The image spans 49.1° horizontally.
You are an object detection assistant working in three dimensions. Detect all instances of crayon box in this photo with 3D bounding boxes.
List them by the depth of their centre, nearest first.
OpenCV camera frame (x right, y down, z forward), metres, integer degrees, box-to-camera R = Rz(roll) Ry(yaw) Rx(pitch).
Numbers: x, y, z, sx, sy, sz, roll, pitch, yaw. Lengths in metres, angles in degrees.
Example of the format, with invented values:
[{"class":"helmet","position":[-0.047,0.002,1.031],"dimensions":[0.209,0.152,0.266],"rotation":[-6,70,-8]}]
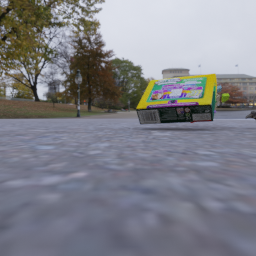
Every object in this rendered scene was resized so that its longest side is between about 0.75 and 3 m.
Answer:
[{"class":"crayon box","position":[1.458,-0.851,8.090],"dimensions":[2.031,0.592,1.752],"rotation":[-2,35,23]}]

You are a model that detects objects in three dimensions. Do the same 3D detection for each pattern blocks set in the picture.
[{"class":"pattern blocks set","position":[2.767,-0.794,9.939],"dimensions":[1.702,0.157,1.936],"rotation":[-24,-27,13]}]

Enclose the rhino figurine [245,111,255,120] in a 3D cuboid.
[{"class":"rhino figurine","position":[4.755,-0.367,8.599],"dimensions":[2.238,0.669,0.978],"rotation":[-1,28,3]}]
